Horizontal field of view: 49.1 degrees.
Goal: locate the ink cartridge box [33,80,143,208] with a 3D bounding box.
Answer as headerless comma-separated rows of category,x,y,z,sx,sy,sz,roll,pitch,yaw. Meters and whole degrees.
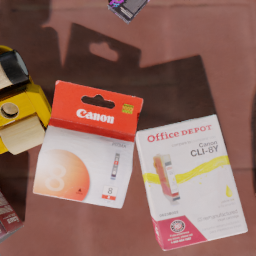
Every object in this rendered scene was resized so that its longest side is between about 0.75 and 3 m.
ink cartridge box,-0.916,0.439,6.722,2.208,0.683,2.723,12,103,-6

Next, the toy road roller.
toy road roller,-2.995,-0.828,7.231,1.595,1.895,2.596,-23,118,-4

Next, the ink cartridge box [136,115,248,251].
ink cartridge box,1.414,1.251,6.867,2.008,1.154,2.766,-12,80,-2

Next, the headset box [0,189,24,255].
headset box,-4.149,2.153,6.755,2.119,1.069,2.851,-37,82,-6

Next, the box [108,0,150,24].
box,0.051,-3.686,8.194,0.793,0.200,1.109,40,81,2
